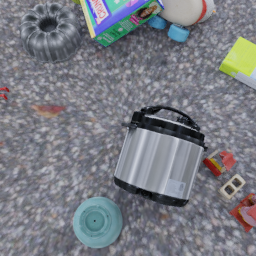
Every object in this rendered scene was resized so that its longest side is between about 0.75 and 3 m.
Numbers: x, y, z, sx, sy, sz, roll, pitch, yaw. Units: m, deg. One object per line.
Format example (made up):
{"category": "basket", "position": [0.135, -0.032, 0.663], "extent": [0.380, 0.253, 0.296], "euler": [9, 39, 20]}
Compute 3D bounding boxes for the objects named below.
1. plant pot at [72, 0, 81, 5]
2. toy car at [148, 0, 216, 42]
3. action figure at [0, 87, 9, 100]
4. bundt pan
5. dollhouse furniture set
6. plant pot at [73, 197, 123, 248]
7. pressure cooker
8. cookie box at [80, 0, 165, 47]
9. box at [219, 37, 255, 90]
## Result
{"category": "plant pot", "position": [-2.056, -6.442, 12.301], "extent": [1.306, 1.396, 1.306], "euler": [0, 71, 0]}
{"category": "toy car", "position": [2.585, -5.207, 11.781], "extent": [2.352, 2.451, 2.659], "euler": [41, 39, 26]}
{"category": "action figure", "position": [-5.646, -1.251, 10.998], "extent": [1.883, 0.487, 0.616], "euler": [-3, 65, 4]}
{"category": "bundt pan", "position": [-3.243, -4.119, 11.697], "extent": [2.736, 1.027, 2.736], "euler": [0, 70, -1]}
{"category": "dollhouse furniture set", "position": [3.607, 2.029, 9.294], "extent": [1.137, 1.505, 2.797], "euler": [-39, 76, -12]}
{"category": "plant pot", "position": [-1.035, 3.051, 9.138], "extent": [1.683, 1.127, 1.683], "euler": [0, 71, 1]}
{"category": "pressure cooker", "position": [1.104, 0.769, 8.913], "extent": [2.590, 2.550, 2.899], "euler": [15, 87, 26]}
{"category": "cookie box", "position": [-0.366, -5.154, 11.352], "extent": [2.940, 1.105, 2.515], "euler": [-26, 70, 24]}
{"category": "box", "position": [5.207, -2.442, 11.321], "extent": [2.528, 0.603, 1.542], "euler": [33, 74, 11]}
